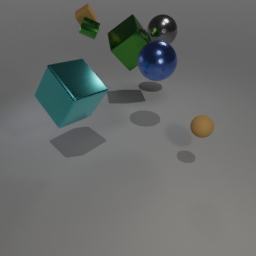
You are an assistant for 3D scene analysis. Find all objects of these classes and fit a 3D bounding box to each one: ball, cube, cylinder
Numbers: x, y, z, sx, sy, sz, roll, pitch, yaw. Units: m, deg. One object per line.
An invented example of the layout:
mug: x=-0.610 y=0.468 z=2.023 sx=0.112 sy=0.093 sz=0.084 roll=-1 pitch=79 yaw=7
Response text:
ball: x=1.573 y=-4.483 z=12.910 sx=1.400 sy=1.400 sz=1.400 roll=0 pitch=30 yaw=0
cube: x=-1.825 y=-4.833 z=12.192 sx=0.700 sy=0.700 sz=0.700 roll=-26 pitch=40 yaw=14
cube: x=-1.776 y=-1.095 z=8.725 sx=1.400 sy=1.400 sz=1.400 roll=51 pitch=42 yaw=11
cube: x=0.134 y=-3.626 z=11.974 sx=1.400 sy=1.400 sz=1.400 roll=-31 pitch=45 yaw=21
ball: x=1.033 y=-2.363 z=9.891 sx=1.400 sy=1.400 sz=1.400 roll=0 pitch=30 yaw=0
cylinder: x=-1.586 y=-4.130 z=11.578 sx=0.700 sy=0.700 sz=0.700 roll=21 pitch=27 yaw=-15
ball: x=2.270 y=-0.049 z=8.574 sx=0.700 sy=0.700 sz=0.700 roll=0 pitch=30 yaw=0
